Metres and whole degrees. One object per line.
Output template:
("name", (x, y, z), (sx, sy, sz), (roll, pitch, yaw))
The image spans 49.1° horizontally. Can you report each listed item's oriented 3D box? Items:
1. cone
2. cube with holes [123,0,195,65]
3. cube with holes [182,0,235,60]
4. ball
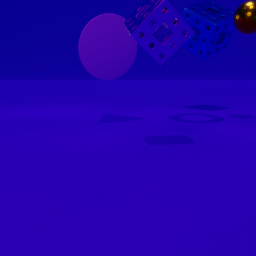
("cone", (-0.875, -2.343, 7.890), (1.675, 1.675, 1.681), (-6, 24, -29))
("cube with holes", (0.484, -1.647, 4.601), (0.730, 0.730, 0.730), (37, 20, -29))
("cube with holes", (2.850, -3.561, 10.111), (1.374, 1.374, 1.374), (-28, 56, -27))
("ball", (3.304, -2.986, 7.566), (0.881, 0.881, 0.881), (0, 11, 0))
